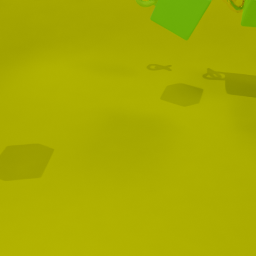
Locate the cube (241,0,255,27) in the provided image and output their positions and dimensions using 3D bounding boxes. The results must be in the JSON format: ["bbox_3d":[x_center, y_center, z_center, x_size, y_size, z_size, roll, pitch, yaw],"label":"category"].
[{"bbox_3d":[3.597,-3.290,6.790,1.261,1.261,1.261,10,-5,12],"label":"cube"}]

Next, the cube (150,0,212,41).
[{"bbox_3d":[1.262,-2.818,6.354,1.001,1.001,1.001,30,46,0],"label":"cube"}]

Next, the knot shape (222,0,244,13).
[{"bbox_3d":[2.839,-3.595,7.687,1.027,0.507,1.098,27,38,-3],"label":"knot shape"}]

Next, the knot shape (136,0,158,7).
[{"bbox_3d":[0.832,-3.945,8.327,1.110,1.038,0.513,-22,43,36],"label":"knot shape"}]
